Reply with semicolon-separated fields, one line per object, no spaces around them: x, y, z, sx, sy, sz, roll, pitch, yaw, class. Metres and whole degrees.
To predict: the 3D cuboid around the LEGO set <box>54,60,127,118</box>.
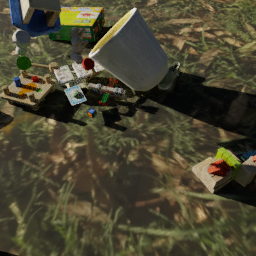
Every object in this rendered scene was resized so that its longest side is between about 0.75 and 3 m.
-1.276;-1.408;9.885;1.929;0.634;2.582;-22;56;-15;LEGO set

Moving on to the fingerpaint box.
-2.355;-4.793;12.862;2.201;0.807;1.836;5;47;10;fingerpaint box

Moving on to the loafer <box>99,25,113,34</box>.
-1.044;-4.610;13.104;0.800;0.289;0.291;-19;51;-15;loafer

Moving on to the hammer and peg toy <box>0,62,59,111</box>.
-3.390;-1.580;10.036;1.520;0.729;2.067;14;49;15;hammer and peg toy

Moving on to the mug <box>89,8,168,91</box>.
0.284;-2.656;9.882;2.257;2.202;2.750;42;41;-20;mug

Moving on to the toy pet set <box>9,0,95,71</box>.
-2.598;-2.513;7.644;2.736;1.453;2.554;-5;81;-33;toy pet set

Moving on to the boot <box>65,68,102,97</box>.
-1.542;-1.719;10.271;1.545;0.557;1.195;-21;50;-11;boot

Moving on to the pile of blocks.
3.318;0.883;7.622;2.986;0.928;1.226;-5;48;-5;pile of blocks

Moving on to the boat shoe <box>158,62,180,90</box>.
1.551;-1.995;10.590;0.523;0.450;1.452;21;51;18;boat shoe
